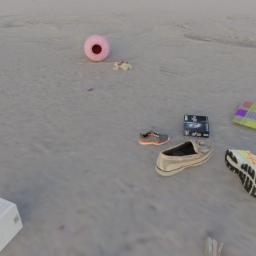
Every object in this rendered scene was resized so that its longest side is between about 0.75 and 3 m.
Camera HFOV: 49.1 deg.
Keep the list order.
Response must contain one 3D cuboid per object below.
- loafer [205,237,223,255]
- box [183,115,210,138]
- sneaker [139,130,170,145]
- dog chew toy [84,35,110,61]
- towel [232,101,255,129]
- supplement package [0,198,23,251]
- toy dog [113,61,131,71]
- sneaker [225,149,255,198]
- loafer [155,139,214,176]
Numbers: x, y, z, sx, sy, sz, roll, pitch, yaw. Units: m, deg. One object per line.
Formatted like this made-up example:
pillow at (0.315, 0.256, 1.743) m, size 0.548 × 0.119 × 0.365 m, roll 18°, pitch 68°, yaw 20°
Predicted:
loafer at (1.898, 2.929, 6.034) m, size 0.398 × 0.455 × 1.267 m, roll 12°, pitch 32°, yaw 7°
box at (2.613, -0.086, 10.795) m, size 0.945 × 0.257 × 1.180 m, roll 6°, pitch 34°, yaw 9°
sneaker at (0.936, 0.308, 9.961) m, size 1.117 × 0.457 × 0.430 m, roll -6°, pitch 29°, yaw -5°
dog chew toy at (-1.921, -5.071, 17.425) m, size 1.520 × 1.520 × 2.441 m, roll -3°, pitch 25°, yaw -4°
towel at (5.233, -0.490, 11.444) m, size 1.499 × 0.238 × 2.087 m, roll 20°, pitch 39°, yaw 27°
supplement package at (-3.324, 2.213, 6.700) m, size 1.137 × 0.863 × 0.857 m, roll 14°, pitch 36°, yaw 20°
toy dog at (-0.321, -3.643, 16.020) m, size 1.039 × 0.500 × 0.685 m, roll 9°, pitch 34°, yaw 13°
sneaker at (3.756, 1.247, 8.263) m, size 0.938 × 0.812 × 2.077 m, roll -4°, pitch 33°, yaw -11°
loafer at (1.922, 0.776, 9.012) m, size 2.381 × 0.749 × 0.856 m, roll -21°, pitch 38°, yaw -28°
